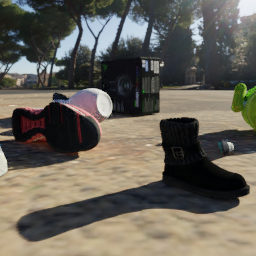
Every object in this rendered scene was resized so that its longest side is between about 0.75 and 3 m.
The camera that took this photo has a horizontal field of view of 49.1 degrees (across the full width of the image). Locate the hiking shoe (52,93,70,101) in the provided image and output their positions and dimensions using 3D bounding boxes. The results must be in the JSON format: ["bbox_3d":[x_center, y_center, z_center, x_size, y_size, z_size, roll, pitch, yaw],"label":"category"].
[{"bbox_3d":[-2.673,-0.909,12.260,1.308,0.984,2.598,6,17,-15],"label":"hiking shoe"}]

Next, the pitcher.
[{"bbox_3d":[-1.454,-0.662,9.940,2.049,1.242,1.758,-7,-6,34],"label":"pitcher"}]

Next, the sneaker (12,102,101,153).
[{"bbox_3d":[-1.546,-0.133,6.690,2.922,1.077,1.267,7,11,39],"label":"sneaker"}]

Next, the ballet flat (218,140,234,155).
[{"bbox_3d":[2.072,0.379,5.908,0.296,0.296,0.810,2,5,14],"label":"ballet flat"}]

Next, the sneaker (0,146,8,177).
[{"bbox_3d":[-2.526,0.417,3.689,0.883,0.976,2.292,1,10,7],"label":"sneaker"}]

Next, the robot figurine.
[{"bbox_3d":[4.078,-0.542,8.013,2.175,1.434,2.479,15,12,11],"label":"robot figurine"}]

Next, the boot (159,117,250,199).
[{"bbox_3d":[1.003,0.370,3.875,1.338,1.000,0.503,7,12,36],"label":"boot"}]

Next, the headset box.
[{"bbox_3d":[0.008,-1.977,13.259,1.341,2.517,2.891,-9,13,-43],"label":"headset box"}]
